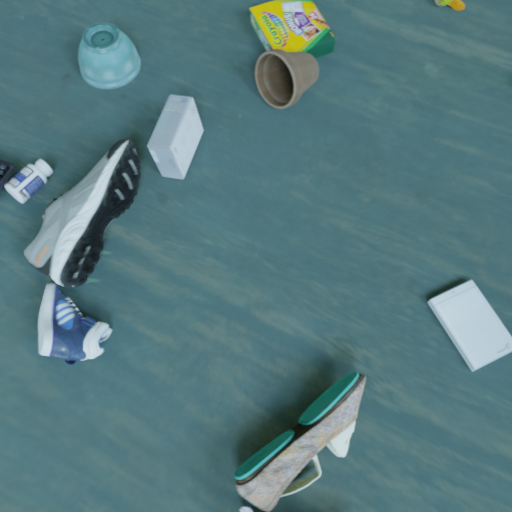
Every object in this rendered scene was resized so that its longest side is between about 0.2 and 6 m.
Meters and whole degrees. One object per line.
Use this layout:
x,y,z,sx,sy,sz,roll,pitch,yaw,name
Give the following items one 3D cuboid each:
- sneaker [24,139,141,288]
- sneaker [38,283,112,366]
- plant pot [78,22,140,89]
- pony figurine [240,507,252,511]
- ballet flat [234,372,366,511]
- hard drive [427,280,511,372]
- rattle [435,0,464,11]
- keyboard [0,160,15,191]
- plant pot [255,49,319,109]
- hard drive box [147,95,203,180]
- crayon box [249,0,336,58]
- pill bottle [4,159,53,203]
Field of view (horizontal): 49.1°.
-3.281,-1.011,10.749,1.279,1.192,3.225,20,67,15,sneaker
-3.264,1.216,10.159,1.213,0.668,1.657,10,35,-26,sneaker
-3.393,-4.631,12.662,1.399,0.937,1.399,0,65,-1,plant pot
0.510,4.664,8.112,1.963,1.634,1.894,2,73,-16,pony figurine
0.913,3.069,9.161,2.762,0.940,0.929,-37,91,-11,ballet flat
3.963,1.261,10.281,0.962,0.195,1.458,-23,67,-11,hard drive
4.748,-6.520,13.894,0.654,0.596,0.915,-2,40,-11,rattle
-6.198,-1.600,11.261,2.382,0.306,1.430,17,67,13,keyboard
0.762,-3.993,12.336,1.091,1.251,1.251,-32,68,-33,plant pot
-1.630,-2.437,11.527,0.518,1.051,1.349,10,64,14,hard drive box
0.838,-5.339,13.232,1.465,0.495,1.699,-21,66,-10,crayon box
-4.620,-1.542,11.438,0.499,0.499,0.900,35,69,15,pill bottle
